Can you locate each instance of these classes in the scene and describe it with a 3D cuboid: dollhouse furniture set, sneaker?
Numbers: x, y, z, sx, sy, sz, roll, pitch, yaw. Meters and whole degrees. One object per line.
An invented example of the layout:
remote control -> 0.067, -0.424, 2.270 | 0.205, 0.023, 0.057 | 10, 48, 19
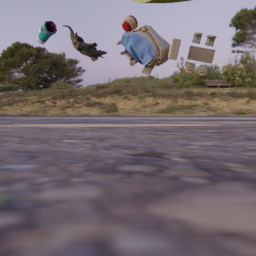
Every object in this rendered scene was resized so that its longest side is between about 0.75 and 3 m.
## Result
dollhouse furniture set -> 1.955, -2.290, 8.528 | 1.364, 1.195, 0.906 | 11, 17, 3
sneaker -> -2.477, -3.062, 8.644 | 0.632, 1.047, 0.438 | -36, -53, 24

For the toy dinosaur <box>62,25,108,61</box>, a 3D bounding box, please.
toy dinosaur -> -1.781, -3.191, 10.968 | 2.017, 0.776, 1.032 | 26, -7, -15

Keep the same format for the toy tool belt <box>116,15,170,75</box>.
toy tool belt -> 0.325, -2.800, 9.464 | 1.350, 2.197, 1.372 | -41, -12, -22

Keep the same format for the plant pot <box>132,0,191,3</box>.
plant pot -> 0.795, -2.278, 3.786 | 1.401, 1.311, 1.311 | -7, 7, -37
